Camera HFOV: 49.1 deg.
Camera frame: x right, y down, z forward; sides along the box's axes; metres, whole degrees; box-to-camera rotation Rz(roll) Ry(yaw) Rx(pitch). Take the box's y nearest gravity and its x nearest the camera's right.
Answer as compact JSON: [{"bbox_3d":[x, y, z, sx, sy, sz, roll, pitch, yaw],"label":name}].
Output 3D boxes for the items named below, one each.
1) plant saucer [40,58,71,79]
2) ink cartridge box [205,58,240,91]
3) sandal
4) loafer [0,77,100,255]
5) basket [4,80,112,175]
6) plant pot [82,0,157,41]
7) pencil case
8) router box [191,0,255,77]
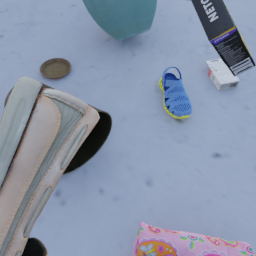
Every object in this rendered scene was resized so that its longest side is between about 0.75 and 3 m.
[{"bbox_3d":[-2.238,-1.830,8.687,0.966,0.142,0.966,0,50,0],"label":"plant saucer"},{"bbox_3d":[2.792,-1.631,8.440,0.608,0.281,1.116,-11,51,-9],"label":"ink cartridge box"},{"bbox_3d":[1.274,-1.020,7.645,0.700,0.767,1.762,-10,54,-10],"label":"sandal"},{"bbox_3d":[-0.804,0.745,2.032,0.682,0.780,2.170,18,88,-18],"label":"loafer"},{"bbox_3d":[-1.779,-0.178,6.583,2.129,1.448,1.919,34,52,29],"label":"basket"},{"bbox_3d":[-0.058,-3.820,9.102,2.436,1.640,2.436,-19,19,7],"label":"plant pot"},{"bbox_3d":[1.143,2.290,4.917,2.123,0.928,0.928,8,52,6],"label":"pencil case"},{"bbox_3d":[0.974,-1.161,3.022,0.263,0.792,1.007,-28,60,28],"label":"router box"}]
